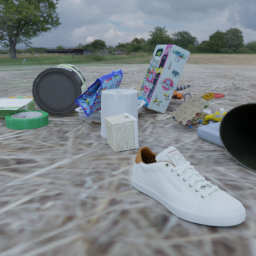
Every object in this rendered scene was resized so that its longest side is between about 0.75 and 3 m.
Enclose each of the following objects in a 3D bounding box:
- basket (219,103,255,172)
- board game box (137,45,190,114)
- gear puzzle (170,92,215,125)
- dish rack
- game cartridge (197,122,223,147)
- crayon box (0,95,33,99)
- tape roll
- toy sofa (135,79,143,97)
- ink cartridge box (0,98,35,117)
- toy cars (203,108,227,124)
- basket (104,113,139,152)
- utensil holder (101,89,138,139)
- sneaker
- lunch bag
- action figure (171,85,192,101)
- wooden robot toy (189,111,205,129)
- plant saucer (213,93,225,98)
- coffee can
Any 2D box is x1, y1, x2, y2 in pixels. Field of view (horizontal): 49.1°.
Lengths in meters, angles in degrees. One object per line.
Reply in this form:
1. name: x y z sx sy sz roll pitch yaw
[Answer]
1. basket: 3.838 0.098 7.078 2.344 1.594 2.113 -10 25 -42
2. board game box: 1.489 -2.274 12.720 0.905 2.816 2.077 17 11 -17
3. gear puzzle: 2.335 -0.721 9.811 1.705 0.223 0.883 -39 39 -10
4. dish rack: -0.630 -0.678 11.388 2.283 0.579 2.660 6 17 17
5. game cartridge: 3.364 0.149 8.878 2.165 0.450 1.442 -8 14 -25
6. crayon box: -5.465 -1.225 13.543 1.647 0.425 1.035 -14 21 -37
7. tape roll: -3.769 -0.315 10.509 1.520 0.365 1.520 1 16 0
8. toy sofa: 1.462 -2.178 16.173 1.041 1.226 2.513 36 31 22
9. ink cartridge box: -5.072 -0.724 11.415 1.930 0.636 2.653 -2 16 -5
10. toy cars: 3.157 -0.591 11.036 1.215 0.600 2.711 -7 18 -26
11. basket: -0.190 0.126 8.088 0.734 0.913 0.905 -12 19 -18
12. utensil holder: -0.276 -0.478 9.101 1.243 1.462 1.243 0 15 0
13. sneaker: 0.960 0.936 5.087 2.351 0.995 0.856 16 21 41
14. lunch bag: -0.858 -1.329 9.699 0.790 1.679 1.264 50 40 7
15. action figure: 2.082 -1.863 14.633 2.109 1.140 2.180 8 15 -4
16. wooden robot toy: 2.236 -0.473 10.553 0.800 0.777 1.763 -2 12 36
17. plant saucer: 5.125 -1.920 16.434 0.897 0.165 0.895 15 22 40
18. coffee can: -2.976 -1.808 12.693 2.012 2.012 2.749 -1 16 -4
